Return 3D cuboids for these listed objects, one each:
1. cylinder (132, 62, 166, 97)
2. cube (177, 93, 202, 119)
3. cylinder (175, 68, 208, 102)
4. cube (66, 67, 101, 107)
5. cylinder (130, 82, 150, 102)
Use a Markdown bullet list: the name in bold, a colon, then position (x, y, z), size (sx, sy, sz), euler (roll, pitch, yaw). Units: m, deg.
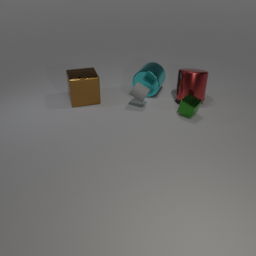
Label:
- **cylinder**: position (1.100, -2.502, 14.396), size (1.400, 1.400, 1.400), euler (11, 33, 17)
- **cube**: position (2.717, -0.968, 12.391), size (0.700, 0.700, 0.700), euler (34, 51, 21)
- **cylinder**: position (3.059, -2.073, 13.476), size (1.400, 1.400, 1.400), euler (3, 19, -1)
- **cube**: position (-2.171, -2.001, 13.602), size (1.400, 1.400, 1.400), euler (-9, 33, -14)
- **cylinder**: position (0.550, -1.665, 12.994), size (0.700, 0.700, 0.700), euler (34, 37, 0)
